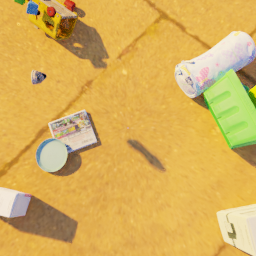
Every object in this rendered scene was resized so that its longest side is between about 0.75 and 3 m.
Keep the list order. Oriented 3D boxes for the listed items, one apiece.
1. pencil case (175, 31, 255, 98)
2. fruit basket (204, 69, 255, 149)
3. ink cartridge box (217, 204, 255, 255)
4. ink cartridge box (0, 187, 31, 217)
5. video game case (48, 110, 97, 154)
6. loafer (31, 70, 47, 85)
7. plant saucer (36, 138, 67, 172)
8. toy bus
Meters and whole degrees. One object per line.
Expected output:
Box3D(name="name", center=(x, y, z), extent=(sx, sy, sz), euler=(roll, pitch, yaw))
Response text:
Box3D(name="pencil case", center=(3.132, -2.309, 10.142), extent=(2.954, 1.228, 1.340), euler=(-31, 86, -9))
Box3D(name="fruit basket", center=(4.192, -0.743, 9.508), extent=(2.748, 1.982, 2.748), euler=(-2, 81, 16))
Box3D(name="ink cartridge box", center=(3.873, 2.831, 8.114), extent=(1.775, 2.421, 1.006), euler=(-10, 78, -2))
Box3D(name="ink cartridge box", center=(-4.221, 2.233, 8.826), extent=(1.831, 1.334, 0.777), euler=(13, 75, 4))
Box3D(name="video game case", center=(-1.979, 0.164, 10.020), extent=(1.418, 0.163, 1.292), euler=(-21, 76, -5))
Box3D(name="loafer", center=(-2.492, -1.442, 7.859), extent=(0.336, 1.067, 0.384), euler=(-2, 106, -11))
Box3D(name="plant saucer", center=(-2.623, 0.936, 9.703), extent=(1.170, 0.160, 1.170), euler=(-2, 80, 12))
Box3D(name="toy bus", center=(-3.184, -4.375, 10.722), extent=(2.291, 1.254, 2.428), euler=(11, 38, -26))
